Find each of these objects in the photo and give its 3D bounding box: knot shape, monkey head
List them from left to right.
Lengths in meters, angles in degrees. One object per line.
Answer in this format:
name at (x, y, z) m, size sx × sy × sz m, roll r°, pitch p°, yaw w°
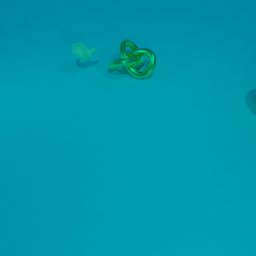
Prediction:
monkey head at (-1.489, -2.628, 9.449) m, size 0.759 × 1.055 × 0.636 m, roll -33°, pitch 93°, yaw 12°
knot shape at (0.151, -2.483, 9.801) m, size 1.654 × 0.764 × 1.548 m, roll 2°, pitch 51°, yaw -1°
